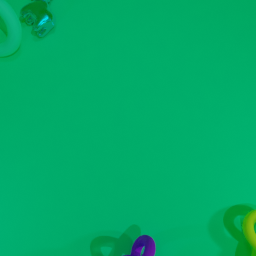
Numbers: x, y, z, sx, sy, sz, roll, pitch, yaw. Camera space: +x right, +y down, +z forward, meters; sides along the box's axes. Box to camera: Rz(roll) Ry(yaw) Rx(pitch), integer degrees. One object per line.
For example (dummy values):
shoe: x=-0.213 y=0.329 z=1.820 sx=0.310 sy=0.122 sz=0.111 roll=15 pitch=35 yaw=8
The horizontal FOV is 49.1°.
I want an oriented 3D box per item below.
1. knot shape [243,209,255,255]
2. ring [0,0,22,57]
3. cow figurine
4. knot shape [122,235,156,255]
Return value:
knot shape: x=3.149 y=2.430 z=6.106 sx=1.488 sy=0.688 sz=1.392 roll=-43 pitch=56 yaw=18
ring: x=-3.480 y=-2.580 z=7.001 sx=1.696 sy=1.696 sz=0.339 roll=13 pitch=42 yaw=3
cow figurine: x=-2.281 y=-3.257 z=7.574 sx=1.239 sy=0.691 sz=1.259 roll=-42 pitch=77 yaw=-3
knot shape: x=0.196 y=3.013 z=5.986 sx=0.713 sy=1.543 sz=1.444 roll=9 pitch=63 yaw=26
